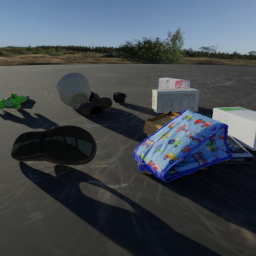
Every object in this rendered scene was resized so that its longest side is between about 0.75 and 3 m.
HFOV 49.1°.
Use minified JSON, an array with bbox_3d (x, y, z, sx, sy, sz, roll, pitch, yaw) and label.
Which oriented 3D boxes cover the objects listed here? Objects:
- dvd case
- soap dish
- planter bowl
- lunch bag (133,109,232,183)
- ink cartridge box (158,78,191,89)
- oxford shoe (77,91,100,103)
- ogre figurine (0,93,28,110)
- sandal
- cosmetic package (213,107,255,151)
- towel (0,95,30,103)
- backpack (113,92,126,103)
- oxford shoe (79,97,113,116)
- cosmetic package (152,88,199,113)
[{"bbox_3d":[2.654,0.580,8.269,1.358,0.223,1.807,-1,18,-1],"label":"dvd case"},{"bbox_3d":[1.348,-0.017,9.170,1.251,0.646,1.590,-20,20,-17],"label":"soap dish"},{"bbox_3d":[-2.594,-1.697,13.958,1.738,1.738,1.169,-8,45,-25],"label":"planter bowl"},{"bbox_3d":[1.216,0.523,7.185,2.184,1.027,1.644,-25,25,-16],"label":"lunch bag"},{"bbox_3d":[2.477,-1.993,15.151,0.741,1.311,1.789,-10,19,-30],"label":"ink cartridge box"},{"bbox_3d":[-2.400,-1.695,15.568,1.967,0.715,0.830,13,3,34],"label":"oxford shoe"},{"bbox_3d":[-5.666,-1.286,13.739,0.977,0.799,1.629,-3,0,38],"label":"ogre figurine"},{"bbox_3d":[-1.930,0.591,7.407,2.671,0.729,1.091,-6,56,24],"label":"sandal"},{"bbox_3d":[3.875,-0.040,9.201,1.171,0.924,2.177,-3,15,-19],"label":"cosmetic package"},{"bbox_3d":[-6.418,-1.605,15.865,1.298,0.205,1.803,-3,15,-4],"label":"towel"},{"bbox_3d":[-0.424,-1.632,15.288,0.735,0.558,0.881,16,18,6],"label":"backpack"},{"bbox_3d":[-1.293,-0.907,12.822,0.783,0.674,1.855,23,35,35],"label":"oxford shoe"},{"bbox_3d":[2.238,-1.319,13.350,2.055,1.062,0.897,-1,16,-9],"label":"cosmetic package"}]
